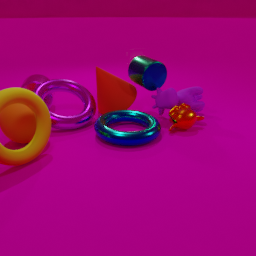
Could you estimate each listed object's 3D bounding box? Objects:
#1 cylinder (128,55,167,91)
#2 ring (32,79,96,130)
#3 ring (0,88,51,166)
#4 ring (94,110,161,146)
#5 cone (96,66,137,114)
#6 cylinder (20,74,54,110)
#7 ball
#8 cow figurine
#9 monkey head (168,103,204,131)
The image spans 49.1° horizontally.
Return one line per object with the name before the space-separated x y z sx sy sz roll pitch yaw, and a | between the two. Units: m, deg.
cylinder | 0.647 -1.850 9.413 0.985 0.985 0.985 -13 30 -26
ring | -2.027 -0.787 8.880 2.072 0.414 2.072 11 47 -13
ring | -2.538 -0.023 6.439 0.359 1.796 1.796 7 23 37
ring | -0.010 -0.049 8.176 1.952 0.390 1.952 2 26 -1
cone | -0.697 -1.477 9.347 1.545 1.551 1.545 -16 47 18
cylinder | -3.226 -1.214 9.935 1.161 1.161 1.161 -5 24 -10
ball | -2.797 -0.214 7.566 1.258 1.258 1.258 0 24 0
cow figurine | 1.671 -0.882 9.314 1.668 0.930 1.695 -6 -7 12
monkey head | 1.642 -0.259 8.604 1.291 0.929 0.778 -18 69 -20
